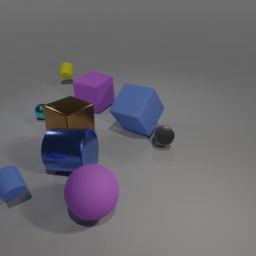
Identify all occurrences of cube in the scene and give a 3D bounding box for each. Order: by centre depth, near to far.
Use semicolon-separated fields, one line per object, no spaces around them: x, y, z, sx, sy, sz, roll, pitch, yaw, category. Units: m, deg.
-2.282;-0.282;11.017;1.400;1.400;1.400;22;34;34;cube
0.383;-0.741;11.149;1.400;1.400;1.400;16;68;34;cube
-1.625;-1.756;13.522;1.400;1.400;1.400;17;39;26;cube

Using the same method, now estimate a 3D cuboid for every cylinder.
-3.218;1.500;7.615;0.700;0.700;0.700;-22;63;-34;cylinder
-1.836;0.711;9.063;1.400;1.400;1.400;0;28;16;cylinder
1.355;0.258;10.465;0.700;0.700;0.700;1;8;2;cylinder
-3.586;-3.329;16.310;0.700;0.700;0.700;2;68;4;cylinder

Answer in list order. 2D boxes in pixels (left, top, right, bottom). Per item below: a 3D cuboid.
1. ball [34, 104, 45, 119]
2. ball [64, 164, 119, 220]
-3.858;-0.752;12.625;0.700;0.700;0.700;0;29;0;ball
-0.919;1.622;7.152;1.400;1.400;1.400;0;29;0;ball
